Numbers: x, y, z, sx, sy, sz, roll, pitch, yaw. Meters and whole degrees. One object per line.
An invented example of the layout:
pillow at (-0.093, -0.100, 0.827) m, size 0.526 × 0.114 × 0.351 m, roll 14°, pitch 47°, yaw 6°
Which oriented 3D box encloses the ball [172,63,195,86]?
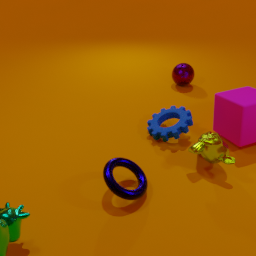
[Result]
ball at (2.246, -2.183, 11.428) m, size 0.922 × 0.922 × 0.922 m, roll 0°, pitch 33°, yaw 0°

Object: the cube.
cube at (3.371, -0.375, 8.136) m, size 1.240 × 1.240 × 1.240 m, roll -13°, pitch 26°, yaw -17°

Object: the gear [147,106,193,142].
gear at (1.259, -0.156, 8.479) m, size 1.363 × 0.252 × 1.363 m, roll -17°, pitch 35°, yaw 13°

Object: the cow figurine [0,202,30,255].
cow figurine at (-2.256, 1.711, 4.726) m, size 0.759 × 1.383 × 1.361 m, roll 9°, pitch 47°, yaw 2°

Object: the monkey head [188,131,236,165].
monkey head at (2.057, 0.598, 7.165) m, size 0.957 × 0.802 × 1.331 m, roll -29°, pitch 18°, yaw -17°

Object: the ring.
ring at (-0.052, 1.155, 6.490) m, size 1.135 × 0.227 × 1.135 m, roll 21°, pitch 38°, yaw -17°
